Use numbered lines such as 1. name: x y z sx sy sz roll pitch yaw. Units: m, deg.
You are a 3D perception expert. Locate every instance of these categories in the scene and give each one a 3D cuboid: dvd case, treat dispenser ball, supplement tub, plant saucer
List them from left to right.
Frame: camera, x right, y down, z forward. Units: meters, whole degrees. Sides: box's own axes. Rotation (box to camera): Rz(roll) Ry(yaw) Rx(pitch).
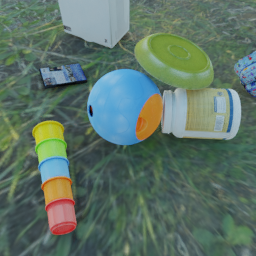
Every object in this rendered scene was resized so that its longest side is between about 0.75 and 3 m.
1. dvd case: -2.106 -1.693 9.082 1.366 0.120 0.974 -12 50 -19
2. treat dispenser ball: -0.070 -0.511 6.918 1.855 1.855 1.855 0 47 0
3. plant saucer: 1.220 -1.777 6.972 2.125 0.330 2.125 11 47 -11
4. supplement tub: 1.792 -0.380 7.152 1.787 1.293 1.293 3 47 2

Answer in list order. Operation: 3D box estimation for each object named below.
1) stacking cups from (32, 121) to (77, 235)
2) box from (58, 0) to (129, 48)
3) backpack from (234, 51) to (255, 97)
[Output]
1. stacking cups: -1.561 1.011 6.233 0.778 0.778 2.571 -15 53 -13
2. box: -1.215 -4.453 10.184 2.198 2.210 1.444 24 57 16
3. backpack: 3.756 -1.580 8.037 1.182 1.294 0.871 -25 55 35
